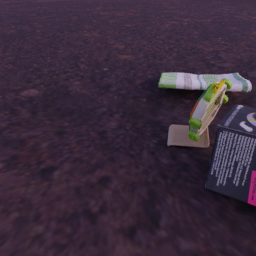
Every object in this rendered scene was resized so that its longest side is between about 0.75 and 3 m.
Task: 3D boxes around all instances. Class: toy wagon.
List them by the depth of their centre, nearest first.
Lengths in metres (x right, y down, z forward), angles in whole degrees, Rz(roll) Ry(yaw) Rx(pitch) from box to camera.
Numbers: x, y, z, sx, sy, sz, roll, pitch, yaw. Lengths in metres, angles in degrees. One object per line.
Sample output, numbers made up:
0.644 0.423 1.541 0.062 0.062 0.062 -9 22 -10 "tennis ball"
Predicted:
1.977 -0.559 6.802 0.380 1.921 1.491 33 72 23 "toy wagon"

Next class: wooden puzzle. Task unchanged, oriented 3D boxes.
1.619 0.232 7.558 1.060 0.197 0.981 0 31 12 "wooden puzzle"

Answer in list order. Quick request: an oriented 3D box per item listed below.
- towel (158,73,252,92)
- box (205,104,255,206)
2.612 -1.710 9.965 2.945 0.452 2.197 4 17 8 "towel"
3.138 0.675 5.424 2.735 1.451 1.672 17 27 25 "box"
